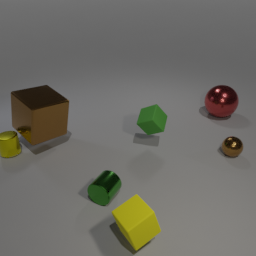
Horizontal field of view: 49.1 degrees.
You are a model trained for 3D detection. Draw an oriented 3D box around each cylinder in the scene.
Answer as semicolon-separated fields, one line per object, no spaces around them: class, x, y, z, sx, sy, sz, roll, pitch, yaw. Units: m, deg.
cylinder;-4.099;0.549;9.631;0.700;0.700;0.700;-2;25;1
cylinder;-0.636;1.632;7.683;0.700;0.700;0.700;14;32;24

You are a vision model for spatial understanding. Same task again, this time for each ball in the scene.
ball;3.552;0.632;9.530;0.700;0.700;0.700;0;29;0
ball;4.007;-1.146;12.032;1.400;1.400;1.400;0;29;0

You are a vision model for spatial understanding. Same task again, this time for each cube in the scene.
cube;0.182;2.036;6.095;0.700;0.700;0.700;-31;35;-17
cube;0.832;-0.276;9.596;0.700;0.700;0.700;-14;46;39
cube;-3.035;-0.490;9.665;1.400;1.400;1.400;33;37;32
